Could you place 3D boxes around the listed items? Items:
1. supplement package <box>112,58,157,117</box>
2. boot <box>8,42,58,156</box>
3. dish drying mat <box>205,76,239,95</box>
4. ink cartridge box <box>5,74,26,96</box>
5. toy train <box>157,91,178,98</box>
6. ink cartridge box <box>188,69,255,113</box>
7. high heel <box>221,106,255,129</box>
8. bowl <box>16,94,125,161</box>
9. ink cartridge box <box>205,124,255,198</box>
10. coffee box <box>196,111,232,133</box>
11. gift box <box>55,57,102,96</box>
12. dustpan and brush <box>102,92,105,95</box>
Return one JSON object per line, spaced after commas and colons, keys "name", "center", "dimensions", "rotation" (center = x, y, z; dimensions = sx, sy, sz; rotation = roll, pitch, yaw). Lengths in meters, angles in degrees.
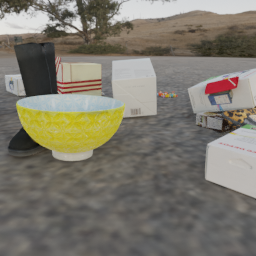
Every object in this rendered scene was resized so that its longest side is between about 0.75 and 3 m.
{"name": "supplement package", "center": [0.193, -1.451, 9.870], "dimensions": [1.422, 1.412, 1.874], "rotation": [-5, 32, 0]}
{"name": "boot", "center": [-2.371, -0.802, 6.934], "dimensions": [0.829, 2.524, 2.081], "rotation": [3, 18, 10]}
{"name": "dish drying mat", "center": [2.876, -1.312, 8.670], "dimensions": [0.101, 0.426, 1.110], "rotation": [27, -20, -34]}
{"name": "ink cartridge box", "center": [-5.201, -2.225, 14.233], "dimensions": [1.452, 0.875, 1.999], "rotation": [-12, 22, -36]}
{"name": "toy train", "center": [1.888, -1.646, 13.397], "dimensions": [0.962, 0.268, 0.723], "rotation": [-1, 18, -1]}
{"name": "ink cartridge box", "center": [3.514, -1.277, 9.579], "dimensions": [1.672, 1.007, 2.301], "rotation": [-27, 17, -36]}
{"name": "high heel", "center": [3.475, -0.477, 8.410], "dimensions": [1.448, 0.725, 2.031], "rotation": [21, 28, 4]}
{"name": "bowl", "center": [-1.256, 0.007, 6.395], "dimensions": [2.346, 1.262, 2.346], "rotation": [2, 14, -1]}
{"name": "ink cartridge box", "center": [2.540, 0.586, 5.441], "dimensions": [1.331, 0.772, 1.838], "rotation": [16, 24, 42]}
{"name": "coffee box", "center": [2.646, -0.206, 8.605], "dimensions": [0.550, 0.389, 0.974], "rotation": [-12, 21, -33]}
{"name": "gift box", "center": [-2.235, -1.852, 11.288], "dimensions": [1.969, 1.946, 2.109], "rotation": [-9, 13, -32]}
{"name": "dustpan and brush", "center": [-2.591, -1.944, 13.589], "dimensions": [2.490, 0.712, 1.738], "rotation": [-11, 21, -32]}
